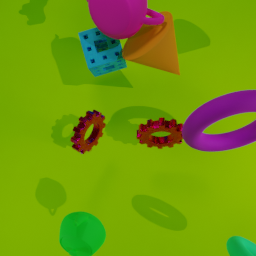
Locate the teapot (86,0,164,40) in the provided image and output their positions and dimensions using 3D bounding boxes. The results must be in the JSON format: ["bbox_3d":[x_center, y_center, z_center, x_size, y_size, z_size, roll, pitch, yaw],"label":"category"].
[{"bbox_3d":[-0.194,-2.491,5.608,1.980,1.231,0.970,28,47,13],"label":"teapot"}]

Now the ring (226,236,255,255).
[{"bbox_3d":[2.431,2.484,4.866,1.564,1.564,0.313,34,95,7],"label":"ring"}]

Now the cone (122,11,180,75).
[{"bbox_3d":[0.801,-1.609,6.282,1.338,1.333,1.333,39,78,-34],"label":"cone"}]

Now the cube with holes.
[{"bbox_3d":[-0.589,-1.889,6.879,0.880,0.880,0.880,-16,87,3],"label":"cube with holes"}]

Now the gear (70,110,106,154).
[{"bbox_3d":[-0.920,0.095,6.612,0.196,1.057,1.057,25,79,23],"label":"gear"}]

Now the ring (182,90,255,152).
[{"bbox_3d":[2.014,-0.070,5.456,1.935,1.935,0.387,-8,60,-2],"label":"ring"}]

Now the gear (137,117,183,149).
[{"bbox_3d":[0.797,0.151,6.781,1.160,1.160,0.215,2,59,0],"label":"gear"}]

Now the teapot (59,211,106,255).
[{"bbox_3d":[-0.870,1.968,5.103,0.883,1.420,0.695,14,37,10],"label":"teapot"}]
